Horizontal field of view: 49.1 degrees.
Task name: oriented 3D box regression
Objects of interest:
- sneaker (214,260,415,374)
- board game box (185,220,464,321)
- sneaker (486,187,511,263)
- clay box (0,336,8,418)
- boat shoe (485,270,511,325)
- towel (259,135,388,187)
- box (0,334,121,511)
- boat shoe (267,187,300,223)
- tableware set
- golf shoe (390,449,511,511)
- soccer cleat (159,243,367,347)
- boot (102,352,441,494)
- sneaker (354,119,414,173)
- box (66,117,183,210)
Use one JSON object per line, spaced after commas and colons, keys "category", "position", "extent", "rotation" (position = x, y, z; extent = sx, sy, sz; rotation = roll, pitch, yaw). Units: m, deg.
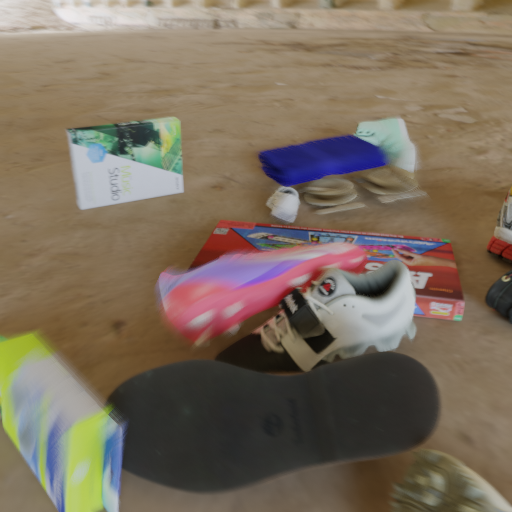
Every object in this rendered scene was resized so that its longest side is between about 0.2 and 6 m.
{"category": "sneaker", "position": [0.649, 0.702, 6.461], "extent": [2.600, 1.151, 0.963], "rotation": [-19, 36, -16]}
{"category": "board game box", "position": [1.050, 0.124, 8.584], "extent": [3.849, 0.374, 1.981], "rotation": [5, 29, 10]}
{"category": "sneaker", "position": [5.353, -0.826, 9.307], "extent": [3.394, 1.394, 1.321], "rotation": [-16, 31, -30]}
{"category": "clay box", "position": [-3.098, 1.484, 5.885], "extent": [0.932, 0.386, 1.623], "rotation": [16, 31, 29]}
{"category": "boat shoe", "position": [4.068, 0.254, 7.794], "extent": [2.278, 0.833, 0.714], "rotation": [-24, 44, -32]}
{"category": "towel", "position": [1.370, -1.957, 11.740], "extent": [2.283, 0.566, 1.686], "rotation": [-14, 28, -14]}
{"category": "box", "position": [-1.817, 1.540, 5.045], "extent": [0.403, 1.032, 1.693], "rotation": [-13, 29, -41]}
{"category": "boat shoe", "position": [0.525, -1.006, 10.202], "extent": [0.565, 0.516, 1.570], "rotation": [22, 12, -1]}
{"category": "tableware set", "position": [2.074, -1.467, 11.167], "extent": [2.287, 0.458, 1.512], "rotation": [-11, 25, -6]}
{"category": "golf shoe", "position": [1.942, 2.495, 3.515], "extent": [1.387, 1.117, 2.853], "rotation": [13, 26, -27]}
{"category": "soccer cleat", "position": [0.146, 0.242, 7.040], "extent": [2.742, 0.915, 1.049], "rotation": [-19, 50, -23]}
{"category": "boot", "position": [0.088, 1.583, 5.303], "extent": [3.156, 1.191, 1.162], "rotation": [-7, 70, 13]}
{"category": "sneaker", "position": [2.833, -2.337, 12.732], "extent": [1.296, 0.808, 2.197], "rotation": [-3, 43, 3]}
{"category": "box", "position": [-2.533, -1.854, 11.128], "extent": [2.168, 1.565, 0.394], "rotation": [-14, 33, -25]}
